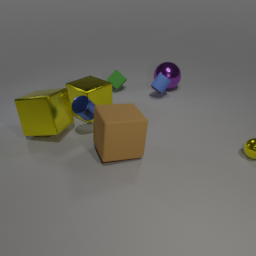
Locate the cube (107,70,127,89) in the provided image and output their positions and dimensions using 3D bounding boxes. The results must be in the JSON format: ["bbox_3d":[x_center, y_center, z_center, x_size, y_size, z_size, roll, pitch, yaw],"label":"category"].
[{"bbox_3d":[-0.544,-2.441,14.129,0.700,0.700,0.700,44,9,-2],"label":"cube"}]

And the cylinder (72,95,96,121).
[{"bbox_3d":[-1.520,-0.697,9.908,0.700,0.700,0.700,-8,67,19],"label":"cylinder"}]

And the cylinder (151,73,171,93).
[{"bbox_3d":[1.574,-2.131,13.336,0.700,0.700,0.700,36,10,-7],"label":"cylinder"}]

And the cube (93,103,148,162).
[{"bbox_3d":[-0.302,0.107,9.232,1.400,1.400,1.400,-4,28,-19],"label":"cube"}]

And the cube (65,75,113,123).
[{"bbox_3d":[-1.615,-1.248,11.848,1.400,1.400,1.400,25,38,36],"label":"cube"}]

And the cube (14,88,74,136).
[{"bbox_3d":[-3.026,-0.606,10.332,1.400,1.400,1.400,-2,19,18],"label":"cube"}]

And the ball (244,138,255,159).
[{"bbox_3d":[4.169,0.667,9.187,0.700,0.700,0.700,0,30,0],"label":"ball"}]

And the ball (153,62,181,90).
[{"bbox_3d":[2.001,-2.658,14.268,1.400,1.400,1.400,0,30,0],"label":"ball"}]
